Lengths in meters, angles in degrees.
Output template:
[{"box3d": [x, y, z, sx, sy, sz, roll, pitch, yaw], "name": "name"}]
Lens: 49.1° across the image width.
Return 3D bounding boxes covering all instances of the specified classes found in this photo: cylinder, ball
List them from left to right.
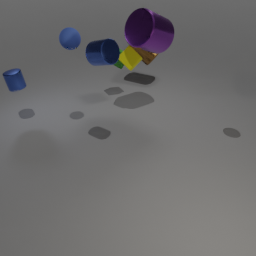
[{"box3d": [-4.449, -1.886, 11.000, 0.700, 0.700, 0.700, -8, 32, 5], "name": "cylinder"}, {"box3d": [-1.885, -2.897, 9.095, 0.700, 0.700, 0.700, 0, 31, 0], "name": "ball"}, {"box3d": [-0.709, -2.104, 7.829, 0.700, 0.700, 0.700, 8, 29, 44], "name": "cylinder"}, {"box3d": [0.951, -4.276, 14.713, 1.400, 1.400, 1.400, 40, 33, -9], "name": "cylinder"}, {"box3d": [0.820, -3.648, 10.644, 1.400, 1.400, 1.400, 26, 18, 36], "name": "cylinder"}]

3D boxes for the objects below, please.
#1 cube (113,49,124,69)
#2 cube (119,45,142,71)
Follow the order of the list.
[{"box3d": [-0.505, -3.312, 13.090, 0.700, 0.700, 0.700, 18, 26, -46], "name": "cube"}, {"box3d": [0.091, -2.839, 11.414, 0.700, 0.700, 0.700, 45, 10, -2], "name": "cube"}]
